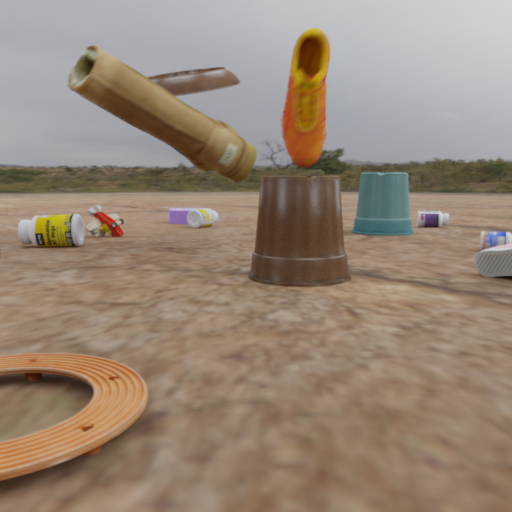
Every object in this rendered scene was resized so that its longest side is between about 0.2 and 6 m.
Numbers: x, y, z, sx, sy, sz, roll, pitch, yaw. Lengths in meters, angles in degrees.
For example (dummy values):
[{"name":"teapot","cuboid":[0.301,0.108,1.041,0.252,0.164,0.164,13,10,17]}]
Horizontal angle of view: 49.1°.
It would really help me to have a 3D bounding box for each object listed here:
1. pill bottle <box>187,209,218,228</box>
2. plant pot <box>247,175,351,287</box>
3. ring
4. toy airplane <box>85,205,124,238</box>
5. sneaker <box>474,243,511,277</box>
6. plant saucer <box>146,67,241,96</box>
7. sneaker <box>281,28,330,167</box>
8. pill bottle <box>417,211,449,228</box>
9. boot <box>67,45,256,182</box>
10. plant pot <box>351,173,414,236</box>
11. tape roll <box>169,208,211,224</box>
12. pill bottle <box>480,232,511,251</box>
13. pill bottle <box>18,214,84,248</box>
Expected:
[{"name":"pill bottle","cuboid":[-1.351,-0.971,14.398,0.482,0.482,0.861,4,8,29]},{"name":"plant pot","cuboid":[0.559,-0.364,7.121,1.335,1.322,1.335,1,9,0]},{"name":"ring","cuboid":[-1.385,0.820,2.924,1.612,0.155,1.612,-1,8,0]},{"name":"toy airplane","cuboid":[-3.331,-0.703,12.146,0.832,0.587,0.828,10,34,-31]},{"name":"sneaker","cuboid":[3.480,0.059,6.980,0.694,0.500,1.328,-10,8,-27]},{"name":"plant saucer","cuboid":[-1.493,-3.520,11.350,2.345,0.376,2.345,-7,22,3]},{"name":"sneaker","cuboid":[0.603,-1.998,7.149,0.627,1.719,0.663,3,13,10]},{"name":"pill bottle","cuboid":[4.518,-0.932,14.328,0.755,0.421,0.421,2,8,13]},{"name":"boot","cuboid":[-1.693,-2.483,9.580,3.048,1.008,2.669,25,3,-33]},{"name":"plant pot","cuboid":[2.927,-1.217,12.888,1.427,1.398,1.427,1,7,0]},{"name":"tape roll","cuboid":[-1.857,-1.127,15.823,1.207,0.396,1.207,0,9,0]},{"name":"pill bottle","cuboid":[4.219,-0.241,9.703,0.619,0.347,0.347,3,8,21]},{"name":"pill bottle","cuboid":[-3.768,-0.453,10.316,1.063,0.598,0.598,-3,8,-3]}]
